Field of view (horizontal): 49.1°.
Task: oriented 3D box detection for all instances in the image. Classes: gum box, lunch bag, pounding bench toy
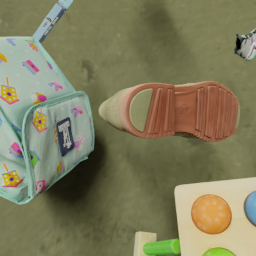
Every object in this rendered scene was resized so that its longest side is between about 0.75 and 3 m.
[{"bbox_3d":[-1.355,-2.012,5.115,0.196,0.879,0.747,37,117,-23],"label":"gum box"},{"bbox_3d":[-1.974,-0.233,5.334,1.723,2.406,2.825,-37,93,25],"label":"lunch bag"},{"bbox_3d":[1.302,2.059,4.841,2.873,2.241,1.785,-8,62,10],"label":"pounding bench toy"}]

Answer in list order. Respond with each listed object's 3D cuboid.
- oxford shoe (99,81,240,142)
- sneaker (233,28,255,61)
[{"bbox_3d":[0.879,-0.328,4.955,2.934,1.083,1.039,5,92,-36],"label":"oxford shoe"},{"bbox_3d":[2.478,-1.863,5.713,0.611,0.339,0.873,18,112,-18],"label":"sneaker"}]
